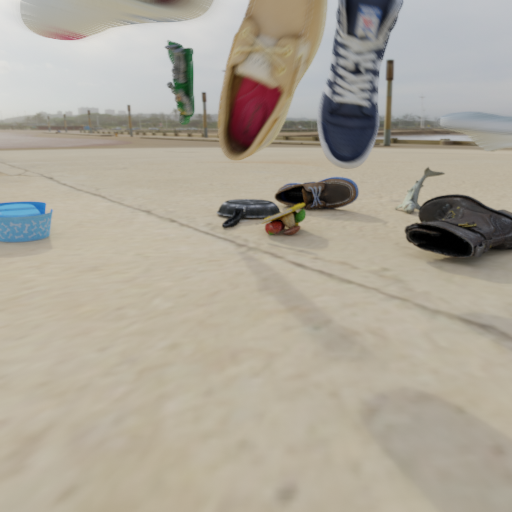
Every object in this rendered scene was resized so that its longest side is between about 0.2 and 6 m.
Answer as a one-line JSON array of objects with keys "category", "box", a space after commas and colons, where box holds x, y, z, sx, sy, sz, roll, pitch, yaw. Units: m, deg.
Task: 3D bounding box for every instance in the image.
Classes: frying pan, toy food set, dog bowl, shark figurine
[{"category": "frying pan", "box": [-0.476, -1.053, 13.125, 1.587, 0.427, 2.624, 9, 13, 36]}, {"category": "toy food set", "box": [0.587, -0.654, 11.341, 0.903, 0.501, 1.535, -21, 5, 19]}, {"category": "dog bowl", "box": [-4.761, -0.702, 11.244, 1.189, 0.529, 2.134, -7, 15, -27]}, {"category": "shark figurine", "box": [4.121, -1.493, 14.161, 0.641, 1.537, 0.918, 36, -21, -4]}]

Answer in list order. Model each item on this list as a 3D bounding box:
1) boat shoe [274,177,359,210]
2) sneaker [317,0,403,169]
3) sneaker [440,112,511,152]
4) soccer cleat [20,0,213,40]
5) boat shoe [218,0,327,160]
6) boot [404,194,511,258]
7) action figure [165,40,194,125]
[{"category": "boat shoe", "box": [1.493, -1.509, 14.291, 2.238, 0.808, 0.810, -3, 15, 35]}, {"category": "sneaker", "box": [1.622, -3.007, 8.923, 1.045, 2.983, 1.618, 9, -8, 5]}, {"category": "sneaker", "box": [4.142, -2.173, 9.997, 1.727, 0.611, 0.631, 15, 34, 27]}, {"category": "soccer cleat", "box": [-1.446, -2.651, 5.572, 2.073, 0.724, 0.895, -7, 12, 3]}, {"category": "boat shoe", "box": [0.140, -2.402, 7.056, 1.026, 2.784, 0.963, 22, 40, 7]}, {"category": "boot", "box": [3.361, -0.532, 9.877, 2.110, 0.839, 2.424, -9, 19, -35]}, {"category": "action figure", "box": [-1.746, -3.938, 13.096, 0.514, 1.881, 1.111, -25, 44, -23]}]
